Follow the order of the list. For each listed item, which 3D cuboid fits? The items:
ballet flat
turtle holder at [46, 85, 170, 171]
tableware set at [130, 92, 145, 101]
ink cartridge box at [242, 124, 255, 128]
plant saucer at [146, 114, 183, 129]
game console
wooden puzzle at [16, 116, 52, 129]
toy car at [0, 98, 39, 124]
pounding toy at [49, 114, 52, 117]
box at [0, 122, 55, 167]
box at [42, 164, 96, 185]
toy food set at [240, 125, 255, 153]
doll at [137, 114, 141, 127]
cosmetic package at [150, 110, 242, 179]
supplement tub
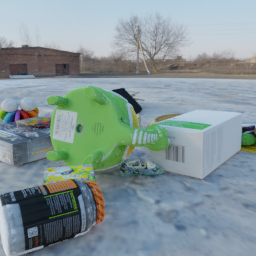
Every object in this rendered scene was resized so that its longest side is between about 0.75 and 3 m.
[{"bbox_3d":[0.335,0.919,6.578,1.065,0.395,0.395,-2,13,-11],"label":"ballet flat"},{"bbox_3d":[-0.518,-0.058,6.787,2.706,2.056,1.921,-26,-17,30],"label":"turtle holder"},{"bbox_3d":[-0.482,-1.966,16.573,1.843,0.559,2.788,-7,15,-29],"label":"tableware set"},{"bbox_3d":[4.693,0.161,9.728,2.167,0.425,1.077,4,14,10],"label":"ink cartridge box"},{"bbox_3d":[1.941,-0.087,10.309,2.689,0.476,2.689,-2,16,0],"label":"plant saucer"},{"bbox_3d":[-1.091,-1.121,14.493,2.507,1.659,2.851,48,31,13],"label":"game console"},{"bbox_3d":[-2.825,-0.188,9.084,1.109,0.131,1.870,9,15,32],"label":"wooden puzzle"},{"bbox_3d":[-4.248,-0.415,11.008,1.509,1.321,1.132,-5,50,-23],"label":"toy car"},{"bbox_3d":[-2.341,-0.195,10.736,1.236,0.644,1.407,0,13,-1],"label":"pounding toy"},{"bbox_3d":[-3.172,0.347,8.440,2.549,0.616,2.019,10,16,37],"label":"box"},{"bbox_3d":[-1.086,1.115,5.253,0.930,0.567,0.896,-3,13,-11],"label":"box"},{"bbox_3d":[3.897,0.138,8.455,2.143,0.700,1.261,13,38,45],"label":"toy food set"},{"bbox_3d":[-0.757,-0.319,10.835,2.414,0.585,1.647,1,-4,9],"label":"doll"},{"bbox_3d":[1.917,0.285,7.521,1.483,1.169,2.757,7,16,36],"label":"cosmetic package"},{"bbox_3d":[-1.101,1.241,4.094,1.398,0.857,0.857,-7,15,-30],"label":"supplement tub"}]
